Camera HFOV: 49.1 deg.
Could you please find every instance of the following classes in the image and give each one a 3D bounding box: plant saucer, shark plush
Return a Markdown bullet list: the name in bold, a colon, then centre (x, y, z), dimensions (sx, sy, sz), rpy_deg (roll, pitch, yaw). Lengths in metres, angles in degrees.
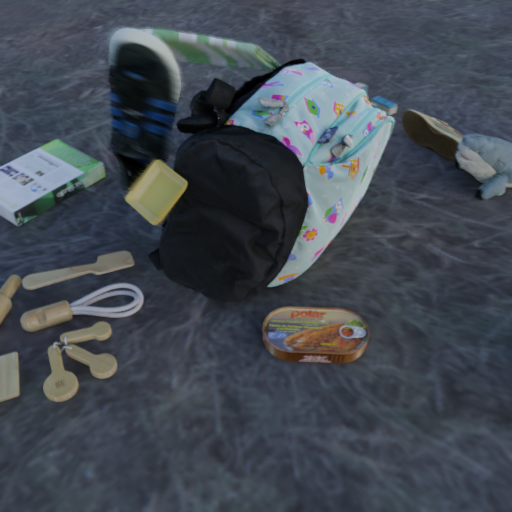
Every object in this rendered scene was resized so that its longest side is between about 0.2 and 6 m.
- **plant saucer**: centre (-1.318, -0.841, 7.567), dimensions (0.729, 0.177, 0.729), rpy_deg (39, 90, 32)
- **shark plush**: centre (5.481, -1.944, 11.349), dimensions (2.901, 1.208, 1.318), rpy_deg (4, 43, 4)

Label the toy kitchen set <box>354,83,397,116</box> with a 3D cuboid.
- **toy kitchen set**: centre (2.884, -3.839, 13.670), dimensions (1.089, 0.872, 0.641), rpy_deg (-29, 49, -28)

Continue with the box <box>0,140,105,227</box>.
- **box**: centre (-4.484, -1.566, 11.564), dimensions (1.587, 0.399, 2.198), rpy_deg (28, 51, 27)

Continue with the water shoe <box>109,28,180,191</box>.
- **water shoe**: centre (-1.666, -1.976, 8.281), dimensions (0.971, 2.717, 1.072), rpy_deg (7, 57, 0)

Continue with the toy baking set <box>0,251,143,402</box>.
- **toy baking set**: centre (-3.170, 1.065, 8.752), dimensions (2.504, 0.380, 3.263), rpy_deg (6, 43, 3)

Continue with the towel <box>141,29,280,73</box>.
- **towel**: centre (-0.783, -3.620, 9.995), dimensions (2.220, 0.260, 1.693), rpy_deg (16, 10, 17)

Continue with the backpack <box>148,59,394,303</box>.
- **backpack**: centre (0.444, -1.413, 9.526), dimensions (2.727, 3.595, 4.308), rpy_deg (36, 47, 5)

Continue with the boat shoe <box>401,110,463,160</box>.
- **boat shoe**: centre (4.076, -2.790, 12.778), dimensions (0.570, 0.630, 1.768), rpy_deg (-21, 54, -32)

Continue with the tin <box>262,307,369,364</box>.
- **tin**: centre (0.899, 1.206, 8.596), dimensions (1.611, 0.337, 0.902), rpy_deg (2, 47, 3)
